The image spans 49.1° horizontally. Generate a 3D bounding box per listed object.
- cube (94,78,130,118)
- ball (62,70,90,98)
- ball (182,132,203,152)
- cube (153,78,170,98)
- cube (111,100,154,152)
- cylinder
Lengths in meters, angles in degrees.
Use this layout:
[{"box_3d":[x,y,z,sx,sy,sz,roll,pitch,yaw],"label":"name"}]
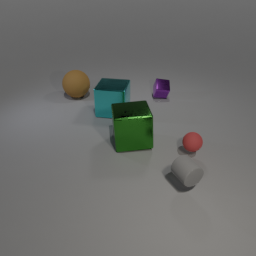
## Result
[{"box_3d":[-0.689,-1.371,12.872,1.400,1.400,1.400,5,31,9],"label":"cube"},{"box_3d":[-2.645,-2.257,14.312,1.400,1.400,1.400,0,30,0],"label":"ball"},{"box_3d":[2.263,0.487,9.822,0.700,0.700,0.700,0,30,0],"label":"ball"},{"box_3d":[1.706,-2.017,14.314,0.700,0.700,0.700,6,61,-8],"label":"cube"},{"box_3d":[0.147,-0.091,10.604,1.400,1.400,1.400,-6,29,-4],"label":"cube"},{"box_3d":[1.750,1.267,8.308,0.700,0.700,0.700,-14,36,-23],"label":"cylinder"}]
